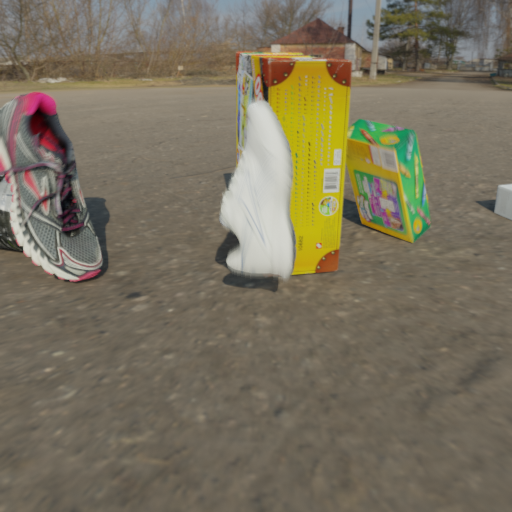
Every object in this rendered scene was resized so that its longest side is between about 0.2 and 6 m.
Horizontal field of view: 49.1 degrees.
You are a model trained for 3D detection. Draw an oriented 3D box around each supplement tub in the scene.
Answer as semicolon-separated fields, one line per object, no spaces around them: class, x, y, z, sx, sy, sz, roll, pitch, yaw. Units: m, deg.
supplement tub;-5.654;-1.049;11.673;2.729;1.672;1.672;8;23;17

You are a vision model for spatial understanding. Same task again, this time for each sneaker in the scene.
sneaker;-3.618;-1.164;9.811;1.272;3.406;1.373;-22;4;32
sneaker;-0.010;-0.905;8.131;1.127;2.588;0.964;-2;11;2

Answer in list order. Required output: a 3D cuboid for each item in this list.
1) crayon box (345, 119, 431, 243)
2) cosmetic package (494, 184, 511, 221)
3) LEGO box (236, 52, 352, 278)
crayon box;2.741;-1.553;11.783;0.713;2.448;1.454;-40;41;-20
cosmetic package;6.382;-1.289;13.566;0.733;0.729;0.876;-5;21;-13
LEGO box;0.565;-1.902;10.885;1.476;3.826;2.849;-4;22;-12
